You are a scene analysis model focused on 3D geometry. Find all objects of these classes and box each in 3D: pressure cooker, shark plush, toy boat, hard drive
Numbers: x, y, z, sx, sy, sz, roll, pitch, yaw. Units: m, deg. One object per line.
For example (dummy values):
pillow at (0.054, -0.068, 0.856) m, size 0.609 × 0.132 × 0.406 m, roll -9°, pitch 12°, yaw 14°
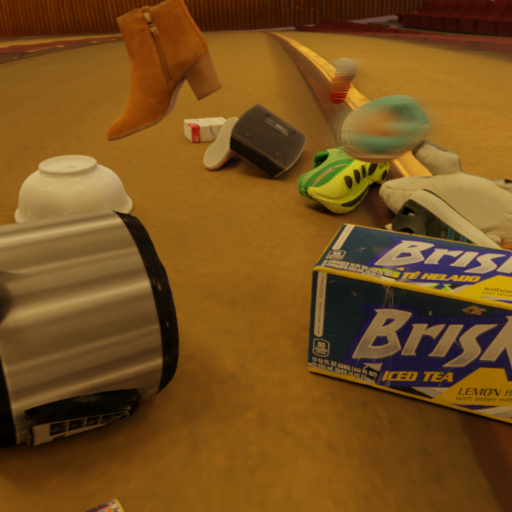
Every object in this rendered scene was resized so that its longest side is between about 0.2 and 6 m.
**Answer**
pressure cooker at (-2.366, 0.754, 5.879) m, size 2.569 × 2.259 × 2.295 m, roll -13°, pitch 26°, yaw -30°
shark plush at (4.257, -0.863, 10.084) m, size 4.265 × 1.938 × 1.776 m, roll 8°, pitch -3°, yaw 26°
toy boat at (0.893, -1.148, 4.417) m, size 0.754 × 0.417 × 0.896 m, roll -32°, pitch 70°, yaw -18°
hard drive at (0.297, -2.902, 14.091) m, size 1.756 × 0.551 × 2.603 m, roll 33°, pitch 32°, yaw -4°

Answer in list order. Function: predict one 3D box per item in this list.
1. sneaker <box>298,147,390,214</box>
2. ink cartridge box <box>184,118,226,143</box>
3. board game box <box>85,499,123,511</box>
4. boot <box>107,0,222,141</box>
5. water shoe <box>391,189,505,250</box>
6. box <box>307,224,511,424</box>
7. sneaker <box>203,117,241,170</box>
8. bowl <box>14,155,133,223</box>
sneaker at (2.067, -2.072, 12.441) m, size 1.457 × 1.291 × 3.486 m, roll 19°, pitch 33°, yaw 26°
ink cartridge box at (-1.446, -3.714, 16.493) m, size 1.201 × 0.514 × 0.886 m, roll -8°, pitch 28°, yaw -19°
board game box at (-1.324, 2.993, 3.158) m, size 2.196 × 0.753 × 2.657 m, roll -14°, pitch 30°, yaw -30°
boot at (-1.363, -2.243, 6.750) m, size 1.729 × 1.238 × 0.608 m, roll -23°, pitch 21°, yaw 18°
water shoe at (3.296, 0.005, 9.015) m, size 2.550 × 1.006 × 0.912 m, roll 49°, pitch 17°, yaw 31°
box at (2.864, 0.875, 6.388) m, size 4.398 × 1.541 × 1.414 m, roll 11°, pitch 29°, yaw 19°
sneaker at (-0.723, -2.675, 14.458) m, size 0.645 × 0.897 × 1.715 m, roll 7°, pitch 57°, yaw 27°
bowl at (-3.751, -1.388, 11.389) m, size 2.340 × 1.052 × 2.340 m, roll 0°, pitch 26°, yaw 0°
